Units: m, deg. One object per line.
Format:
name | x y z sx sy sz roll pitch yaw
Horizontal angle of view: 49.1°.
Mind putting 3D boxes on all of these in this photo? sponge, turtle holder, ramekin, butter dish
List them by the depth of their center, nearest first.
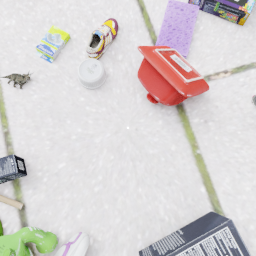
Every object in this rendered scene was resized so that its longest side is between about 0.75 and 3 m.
turtle holder | -3.167 3.770 7.193 1.957 1.829 2.576 -16 30 22
butter dish | 1.143 -1.404 8.692 2.129 1.574 2.123 48 36 14
ramekin | -1.213 -1.825 9.278 0.983 0.516 0.983 0 75 0
sponge | 1.732 -3.493 9.837 1.151 0.308 2.063 15 76 4

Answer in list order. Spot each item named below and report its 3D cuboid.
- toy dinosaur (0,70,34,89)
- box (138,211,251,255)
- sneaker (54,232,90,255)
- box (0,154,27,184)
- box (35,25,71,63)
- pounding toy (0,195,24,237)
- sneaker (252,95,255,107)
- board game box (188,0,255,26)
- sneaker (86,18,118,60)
toy dinosaur | -3.686 -1.630 9.350 1.065 0.410 0.544 5 61 9
box | 1.894 3.802 6.990 2.412 1.499 2.432 -26 84 -5
sneaker | -1.557 4.308 7.524 1.455 1.093 2.921 26 75 -13
box | -3.712 1.266 8.281 1.129 0.835 0.589 -17 75 -5
box | -2.626 -2.908 9.693 0.730 0.285 1.197 29 76 8
pounding toy | -4.481 2.816 7.673 1.998 1.201 2.588 27 77 7
sneaker | 4.411 -0.704 9.018 0.364 0.432 0.987 -31 77 -8
board game box | 3.667 -5.269 10.093 2.170 0.744 2.625 24 76 8
sneaker | -0.840 -3.136 9.487 0.653 0.785 1.742 25 76 6
